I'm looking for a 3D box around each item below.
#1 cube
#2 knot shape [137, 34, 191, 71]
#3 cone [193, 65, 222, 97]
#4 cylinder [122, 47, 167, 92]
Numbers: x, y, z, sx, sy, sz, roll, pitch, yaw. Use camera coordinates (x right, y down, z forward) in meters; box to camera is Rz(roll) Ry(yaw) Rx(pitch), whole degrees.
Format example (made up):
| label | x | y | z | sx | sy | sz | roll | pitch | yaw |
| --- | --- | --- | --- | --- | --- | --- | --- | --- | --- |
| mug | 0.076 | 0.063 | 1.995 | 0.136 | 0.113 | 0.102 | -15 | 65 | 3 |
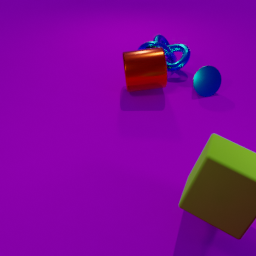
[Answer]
| label | x | y | z | sx | sy | sz | roll | pitch | yaw |
| --- | --- | --- | --- | --- | --- | --- | --- | --- | --- |
| cube | 1.822 | 1.027 | 5.241 | 1.197 | 1.197 | 1.197 | 27 | 25 | 11 |
| knot shape | 1.448 | -2.760 | 10.377 | 1.802 | 0.890 | 1.926 | 35 | 37 | 30 |
| cone | 2.495 | -1.646 | 9.657 | 1.021 | 1.021 | 1.025 | -10 | 16 | -11 |
| cylinder | 0.529 | -1.884 | 9.097 | 1.304 | 1.304 | 1.304 | -7 | 41 | 1 |
